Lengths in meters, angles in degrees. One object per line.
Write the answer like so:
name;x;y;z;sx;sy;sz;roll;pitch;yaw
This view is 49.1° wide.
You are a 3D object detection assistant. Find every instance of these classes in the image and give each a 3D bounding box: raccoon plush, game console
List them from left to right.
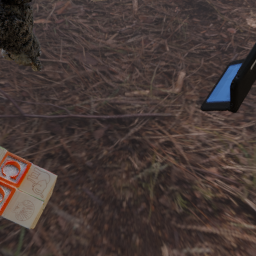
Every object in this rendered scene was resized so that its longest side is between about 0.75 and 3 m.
raccoon plush;-2.042;-2.050;5.895;2.461;1.649;1.191;-5;68;37
game console;2.034;-1.080;5.441;0.844;1.275;1.449;26;72;31

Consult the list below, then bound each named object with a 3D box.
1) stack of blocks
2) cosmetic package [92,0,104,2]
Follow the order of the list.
stack of blocks;-1.464;0.708;3.270;1.055;1.832;0.537;27;66;-7
cosmetic package;0.128;-4.077;7.343;2.821;0.714;1.164;15;68;40
